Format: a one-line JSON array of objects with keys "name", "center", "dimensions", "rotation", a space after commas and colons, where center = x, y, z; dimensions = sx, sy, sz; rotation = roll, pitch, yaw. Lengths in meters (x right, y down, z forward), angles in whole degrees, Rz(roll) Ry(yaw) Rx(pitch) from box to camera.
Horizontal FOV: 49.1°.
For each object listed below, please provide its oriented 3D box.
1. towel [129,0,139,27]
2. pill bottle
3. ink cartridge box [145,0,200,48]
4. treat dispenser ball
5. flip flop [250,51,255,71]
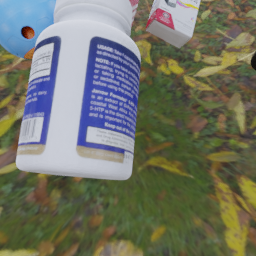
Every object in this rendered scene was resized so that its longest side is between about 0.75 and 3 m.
[{"name": "towel", "center": [-0.147, -2.572, 6.425], "dimensions": [0.377, 2.522, 1.845], "rotation": [20, 31, 3]}, {"name": "pill bottle", "center": [-0.693, -0.697, 4.606], "dimensions": [1.761, 1.761, 2.943], "rotation": [5, 78, 3]}, {"name": "ink cartridge box", "center": [1.203, -3.032, 7.280], "dimensions": [1.107, 0.642, 1.500], "rotation": [20, 74, -15]}, {"name": "treat dispenser ball", "center": [-1.901, -2.085, 5.500], "dimensions": [1.471, 1.471, 1.471], "rotation": [0, 54, 0]}, {"name": "flip flop", "center": [3.158, -1.708, 5.363], "dimensions": [0.978, 2.413, 0.695], "rotation": [39, 82, 11]}]
